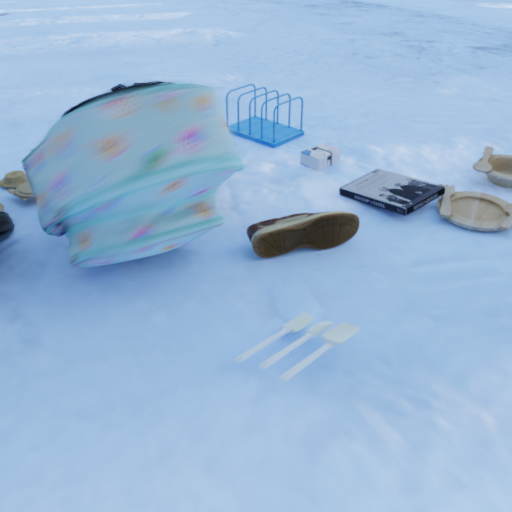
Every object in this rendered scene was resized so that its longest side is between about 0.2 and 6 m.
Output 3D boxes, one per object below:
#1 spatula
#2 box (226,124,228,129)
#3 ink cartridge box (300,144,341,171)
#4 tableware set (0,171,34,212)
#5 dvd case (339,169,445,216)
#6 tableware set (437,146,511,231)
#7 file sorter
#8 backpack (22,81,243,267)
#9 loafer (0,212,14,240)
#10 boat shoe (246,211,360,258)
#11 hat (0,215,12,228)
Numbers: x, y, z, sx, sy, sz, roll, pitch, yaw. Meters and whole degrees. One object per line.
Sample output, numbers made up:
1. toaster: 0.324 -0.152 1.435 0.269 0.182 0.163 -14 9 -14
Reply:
1. spatula: 0.580 1.213 7.782 1.110 0.128 1.596 16 30 42
2. box: -1.911 -2.595 10.866 2.349 0.250 1.920 -6 -7 13
3. ink cartridge box: 1.552 -2.382 13.480 0.818 0.344 0.591 -26 41 -34
4. tableware set: -5.480 -1.361 12.021 2.185 0.254 1.825 -25 38 -31
5. dvd case: 2.847 -1.380 11.848 1.325 0.218 1.763 -27 35 -31
6. tableware set: 5.916 -1.153 11.481 4.155 0.482 3.470 19 37 27
7. file sorter: 0.210 -3.782 14.924 1.820 1.116 1.263 27 42 34
8. backpack: -1.902 -1.300 9.054 3.013 2.627 3.427 -18 -5 -33
9. loafer: -5.928 -0.621 10.352 2.611 0.821 0.938 -6 34 -9
10. boat shoe: 0.848 -0.528 10.315 2.108 0.761 0.759 -14 36 -12
11. hat: -5.991 -0.389 8.948 3.749 1.512 3.749 18 8 -3
